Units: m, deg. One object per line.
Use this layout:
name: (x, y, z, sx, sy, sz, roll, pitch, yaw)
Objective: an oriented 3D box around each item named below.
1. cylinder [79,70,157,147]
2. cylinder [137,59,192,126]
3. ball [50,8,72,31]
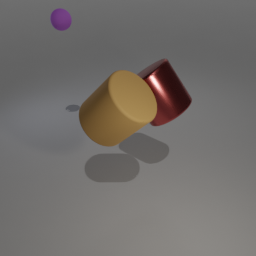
cylinder: (-0.258, -0.445, 6.804, 1.400, 1.400, 1.400, 22, 51, -30)
cylinder: (0.867, -1.000, 7.953, 1.400, 1.400, 1.400, -33, 16, 11)
ball: (-2.237, -3.615, 9.345, 0.700, 0.700, 0.700, 0, 30, 0)
